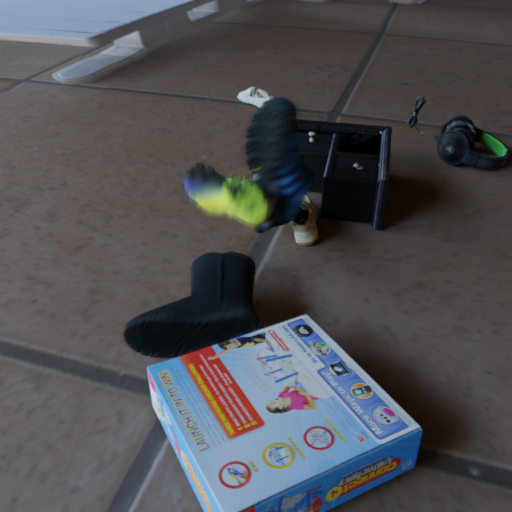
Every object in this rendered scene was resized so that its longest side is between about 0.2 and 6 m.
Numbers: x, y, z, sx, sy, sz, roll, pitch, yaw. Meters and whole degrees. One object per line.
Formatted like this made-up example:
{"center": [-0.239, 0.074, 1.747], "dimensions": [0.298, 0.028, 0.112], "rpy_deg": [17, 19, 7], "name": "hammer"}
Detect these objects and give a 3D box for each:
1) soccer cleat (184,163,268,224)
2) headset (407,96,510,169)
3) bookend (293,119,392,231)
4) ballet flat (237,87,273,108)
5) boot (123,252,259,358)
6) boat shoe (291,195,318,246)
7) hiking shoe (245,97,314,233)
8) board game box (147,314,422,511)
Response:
{"center": [-0.539, -1.061, 10.592], "dimensions": [2.068, 0.865, 0.669], "rpy_deg": [30, 57, 31], "name": "soccer cleat"}
{"center": [5.361, -3.229, 14.774], "dimensions": [2.766, 1.300, 1.708], "rpy_deg": [22, 39, 10], "name": "headset"}
{"center": [1.662, -2.011, 13.111], "dimensions": [2.809, 1.294, 2.792], "rpy_deg": [7, 37, 11], "name": "bookend"}
{"center": [0.033, -5.125, 18.017], "dimensions": [0.605, 0.605, 1.685], "rpy_deg": [-26, 43, -31], "name": "ballet flat"}
{"center": [-1.055, 0.761, 9.645], "dimensions": [2.238, 0.855, 1.880], "rpy_deg": [-8, 33, -1], "name": "boot"}
{"center": [0.979, -0.955, 12.166], "dimensions": [0.643, 0.579, 1.782], "rpy_deg": [-13, 37, 9], "name": "boat shoe"}
{"center": [0.507, -1.768, 10.768], "dimensions": [1.260, 2.905, 1.081], "rpy_deg": [-13, 50, -20], "name": "hiking shoe"}
{"center": [0.250, 2.150, 7.560], "dimensions": [2.684, 0.766, 2.741], "rpy_deg": [-15, 33, -22], "name": "board game box"}
